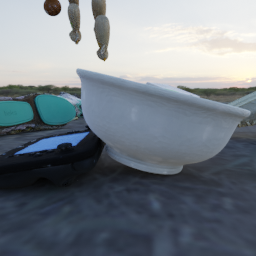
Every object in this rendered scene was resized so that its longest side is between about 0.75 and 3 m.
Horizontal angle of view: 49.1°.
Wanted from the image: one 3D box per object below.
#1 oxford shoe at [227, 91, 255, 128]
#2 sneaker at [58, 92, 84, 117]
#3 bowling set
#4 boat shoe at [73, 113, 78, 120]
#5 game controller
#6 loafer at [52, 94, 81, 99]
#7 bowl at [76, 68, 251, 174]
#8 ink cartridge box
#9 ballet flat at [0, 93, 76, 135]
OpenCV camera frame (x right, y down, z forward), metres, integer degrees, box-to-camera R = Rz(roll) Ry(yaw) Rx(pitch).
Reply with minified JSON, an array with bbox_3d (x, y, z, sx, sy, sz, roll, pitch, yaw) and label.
[{"bbox_3d":[2.719,-0.337,6.424,2.535,0.732,0.953,-24,-8,20],"label":"oxford shoe"},{"bbox_3d":[-2.984,-1.066,12.042,1.695,0.942,2.423,28,12,36],"label":"sneaker"},{"bbox_3d":[-0.792,-1.793,4.513,0.996,1.431,0.768,0,-32,-4],"label":"bowling set"},{"bbox_3d":[-2.442,-0.471,10.979,0.946,0.306,0.346,0,6,-4],"label":"boat shoe"},{"bbox_3d":[-0.915,0.271,3.653,1.192,0.481,2.285,0,6,0],"label":"game controller"},{"bbox_3d":[-2.526,-1.135,13.527,2.905,1.050,1.057,1,5,5],"label":"loafer"},{"bbox_3d":[0.308,-0.045,3.483,2.095,0.942,2.095,14,9,-2],"label":"bowl"},{"bbox_3d":[1.856,-1.198,12.078,1.756,1.014,2.413,26,17,24],"label":"ink cartridge box"},{"bbox_3d":[-2.664,-0.375,7.406,1.060,1.060,2.947,3,6,28],"label":"ballet flat"}]
